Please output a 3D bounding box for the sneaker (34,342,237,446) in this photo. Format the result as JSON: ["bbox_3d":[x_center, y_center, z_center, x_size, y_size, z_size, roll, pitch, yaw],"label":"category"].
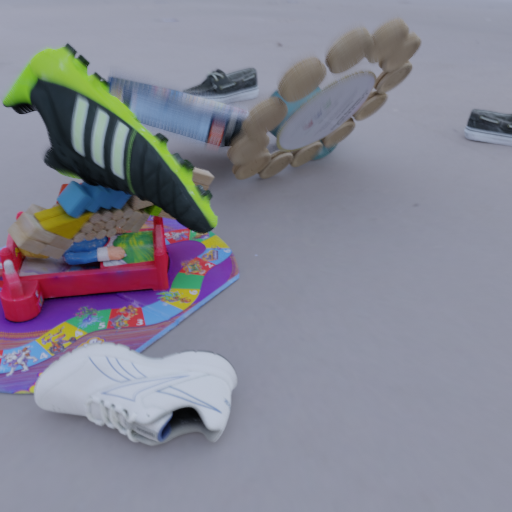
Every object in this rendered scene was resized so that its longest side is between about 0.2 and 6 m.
[{"bbox_3d":[-1.270,1.467,5.821,2.127,0.792,0.926,-1,36,0],"label":"sneaker"}]

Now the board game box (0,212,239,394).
[{"bbox_3d":[-2.549,0.001,8.081,3.710,0.914,4.696,20,37,30],"label":"board game box"}]

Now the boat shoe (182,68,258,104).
[{"bbox_3d":[-1.116,-4.929,16.227,2.725,0.966,0.982,-24,39,-34],"label":"boat shoe"}]

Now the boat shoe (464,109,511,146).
[{"bbox_3d":[6.174,-3.069,13.289,2.269,0.805,0.818,7,32,11],"label":"boat shoe"}]

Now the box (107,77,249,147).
[{"bbox_3d":[-1.189,-2.797,11.128,2.294,0.633,3.359,18,15,10],"label":"box"}]

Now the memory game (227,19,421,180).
[{"bbox_3d":[1.226,-2.696,10.234,4.078,4.078,0.260,-24,75,-34],"label":"memory game"}]

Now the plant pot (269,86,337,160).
[{"bbox_3d":[1.150,-2.955,12.593,1.519,1.519,1.427,-13,46,-20],"label":"plant pot"}]

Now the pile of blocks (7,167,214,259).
[{"bbox_3d":[-2.070,-0.939,7.940,3.005,1.234,0.934,-21,54,-39],"label":"pile of blocks"}]

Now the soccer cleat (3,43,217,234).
[{"bbox_3d":[-1.781,-1.236,6.983,3.094,1.254,1.044,45,4,5],"label":"soccer cleat"}]
